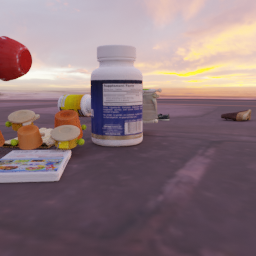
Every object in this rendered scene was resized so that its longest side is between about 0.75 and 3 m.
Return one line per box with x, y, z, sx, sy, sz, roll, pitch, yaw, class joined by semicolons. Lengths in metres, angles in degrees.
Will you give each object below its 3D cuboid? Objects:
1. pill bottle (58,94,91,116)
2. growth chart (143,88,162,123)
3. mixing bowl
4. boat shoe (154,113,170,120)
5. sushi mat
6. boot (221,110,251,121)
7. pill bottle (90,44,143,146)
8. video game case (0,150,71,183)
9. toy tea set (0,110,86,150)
-2.473;-1.156;14.199;1.994;1.089;1.089;3;8;25;pill bottle
0.320;-0.609;8.310;1.300;0.159;1.797;5;-31;7;growth chart
-2.797;-1.693;6.973;0.603;1.113;1.113;8;9;14;mixing bowl
1.398;-0.493;12.270;0.898;0.304;0.323;3;10;32;boat shoe
-2.235;0.222;7.490;1.193;0.151;2.495;0;8;5;sushi mat
4.770;-0.589;12.298;1.072;0.466;1.289;7;14;35;boot
-0.273;-0.788;6.832;1.281;2.306;1.281;0;8;0;pill bottle
-1.611;0.597;4.694;1.128;0.142;1.576;0;7;-5;video game case
-1.974;0.212;5.996;2.236;0.827;1.329;1;30;2;toy tea set
